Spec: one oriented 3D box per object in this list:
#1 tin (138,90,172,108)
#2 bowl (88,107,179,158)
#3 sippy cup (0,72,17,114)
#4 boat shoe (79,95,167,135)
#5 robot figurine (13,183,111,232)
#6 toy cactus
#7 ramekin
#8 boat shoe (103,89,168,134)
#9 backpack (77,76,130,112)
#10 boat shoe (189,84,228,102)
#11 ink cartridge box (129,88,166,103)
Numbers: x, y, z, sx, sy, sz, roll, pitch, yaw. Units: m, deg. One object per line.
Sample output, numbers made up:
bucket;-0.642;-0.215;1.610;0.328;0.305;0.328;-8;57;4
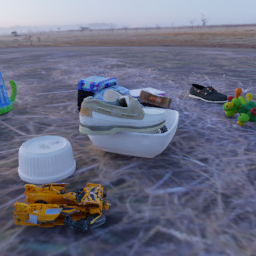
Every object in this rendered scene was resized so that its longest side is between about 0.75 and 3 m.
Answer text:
tin;1.064;-1.185;11.231;1.277;0.477;2.280;12;9;2
bowl;0.198;0.084;7.952;2.334;0.872;2.338;7;20;18
sippy cup;-5.574;-1.459;11.123;1.702;1.588;2.167;0;19;-2
boat shoe;-0.010;-0.376;6.936;2.443;0.836;0.913;-7;17;-34
robot figurine;-1.116;1.354;5.035;1.616;0.471;1.172;-1;22;-3
toy cactus;4.459;-0.702;10.040;1.999;1.239;2.423;15;14;12
ramekin;-1.915;0.679;6.573;1.316;0.690;1.316;0;20;0
boat shoe;0.208;-0.379;8.408;2.317;0.775;0.660;40;29;23
backpack;-0.800;-1.249;10.983;1.966;1.323;1.795;13;23;29
boat shoe;3.699;-1.618;12.998;0.756;0.648;2.067;-13;25;-34
ink cartridge box;0.568;-1.479;12.889;2.091;0.439;1.247;-9;21;-31
